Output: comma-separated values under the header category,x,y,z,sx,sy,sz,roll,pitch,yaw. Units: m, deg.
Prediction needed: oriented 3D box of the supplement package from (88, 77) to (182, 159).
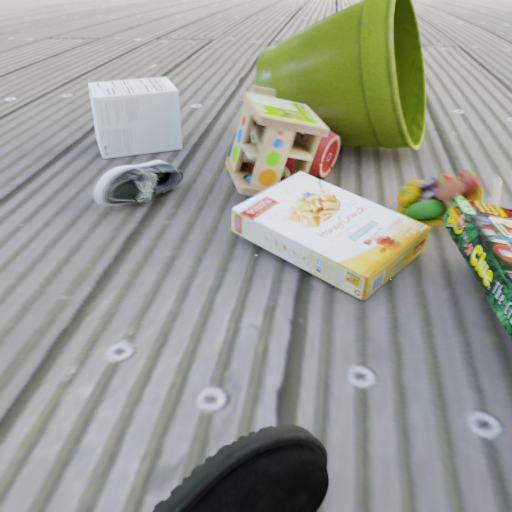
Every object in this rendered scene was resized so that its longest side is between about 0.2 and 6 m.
category,x,y,z,sx,sy,sz,roll,pitch,yaw
supplement package,-2.785,-3.217,12.921,1.842,1.398,1.387,-10,33,-16

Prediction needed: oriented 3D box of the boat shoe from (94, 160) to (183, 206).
category,x,y,z,sx,sy,sz,roll,pitch,yaw
boat shoe,-2.128,-1.316,10.454,0.639,0.691,1.872,21,27,30

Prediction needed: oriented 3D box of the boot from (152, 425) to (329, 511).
category,x,y,z,sx,sy,sz,roll,pitch,yaw
boot,-0.050,2.503,3.785,2.638,0.993,1.972,-30,34,-24

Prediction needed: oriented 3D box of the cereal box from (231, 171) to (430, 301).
category,x,y,z,sx,sy,sz,roll,pitch,yaw
cereal box,1.154,-0.440,8.966,2.615,0.517,1.881,29,43,31

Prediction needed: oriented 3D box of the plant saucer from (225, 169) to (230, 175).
category,x,y,z,sx,sy,sz,roll,pitch,yaw
plant saucer,-0.263,-1.805,11.810,0.600,0.144,0.599,13,34,20

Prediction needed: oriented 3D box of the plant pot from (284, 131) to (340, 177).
category,x,y,z,sx,sy,sz,roll,pitch,yaw
plant pot,1.043,-2.236,11.604,1.125,1.271,1.271,25,38,20

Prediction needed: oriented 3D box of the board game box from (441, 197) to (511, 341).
category,x,y,z,sx,sy,sz,roll,pitch,yaw
board game box,4.098,0.821,6.529,2.616,0.586,4.994,14,30,-8

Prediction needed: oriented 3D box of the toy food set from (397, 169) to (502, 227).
category,x,y,z,sx,sy,sz,roll,pitch,yaw
toy food set,3.125,-1.082,9.433,1.849,0.604,1.088,0,53,44

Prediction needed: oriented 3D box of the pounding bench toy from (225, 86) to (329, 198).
category,x,y,z,sx,sy,sz,roll,pitch,yaw
pounding bench toy,0.210,-2.156,10.748,1.311,1.646,2.111,6,32,-21

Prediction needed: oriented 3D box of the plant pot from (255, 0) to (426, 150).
category,x,y,z,sx,sy,sz,roll,pitch,yaw
plant pot,1.841,-3.899,12.561,3.249,3.374,3.374,-2,28,27
